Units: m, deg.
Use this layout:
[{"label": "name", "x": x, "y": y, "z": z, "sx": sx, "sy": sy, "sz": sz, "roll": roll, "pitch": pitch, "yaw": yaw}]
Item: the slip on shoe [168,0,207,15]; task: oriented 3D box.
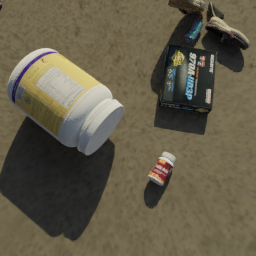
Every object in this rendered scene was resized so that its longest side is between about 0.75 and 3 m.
[{"label": "slip on shoe", "x": 2.116, "y": -4.424, "z": 9.996, "sx": 0.872, "sy": 2.294, "sz": 0.695, "roll": 38, "pitch": 115, "yaw": 18}]

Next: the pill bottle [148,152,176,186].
[{"label": "pill bottle", "x": 1.088, "y": 1.269, "z": 8.807, "sx": 0.548, "sy": 0.548, "sz": 0.960, "roll": 30, "pitch": 75, "yaw": 9}]

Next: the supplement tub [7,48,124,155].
[{"label": "supplement tub", "x": -1.853, "y": -0.786, "z": 8.597, "sx": 3.000, "sy": 2.181, "sz": 2.181, "roll": 36, "pitch": 76, "yaw": 10}]

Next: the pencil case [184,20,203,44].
[{"label": "pencil case", "x": 2.434, "y": -3.571, "z": 10.404, "sx": 0.406, "sy": 0.374, "sz": 0.879, "roll": 37, "pitch": 75, "yaw": -11}]

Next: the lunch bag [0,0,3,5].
[{"label": "lunch bag", "x": -5.942, "y": -4.663, "z": 10.512, "sx": 1.992, "sy": 0.926, "sz": 2.261, "roll": 36, "pitch": 77, "yaw": 6}]

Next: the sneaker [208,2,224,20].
[{"label": "sneaker", "x": 3.375, "y": -4.474, "z": 10.758, "sx": 0.429, "sy": 0.302, "sz": 0.807, "roll": -11, "pitch": 81, "yaw": -10}]

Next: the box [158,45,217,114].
[{"label": "box", "x": 2.082, "y": -1.713, "z": 9.747, "sx": 1.774, "sy": 0.513, "sz": 2.232, "roll": 10, "pitch": 73, "yaw": 3}]

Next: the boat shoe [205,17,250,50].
[{"label": "boat shoe", "x": 3.601, "y": -3.354, "z": 10.235, "sx": 1.775, "sy": 0.638, "sz": 0.575, "roll": 43, "pitch": 85, "yaw": 14}]
